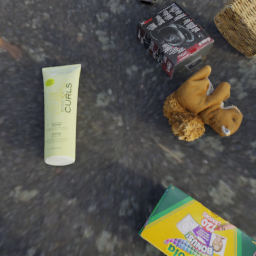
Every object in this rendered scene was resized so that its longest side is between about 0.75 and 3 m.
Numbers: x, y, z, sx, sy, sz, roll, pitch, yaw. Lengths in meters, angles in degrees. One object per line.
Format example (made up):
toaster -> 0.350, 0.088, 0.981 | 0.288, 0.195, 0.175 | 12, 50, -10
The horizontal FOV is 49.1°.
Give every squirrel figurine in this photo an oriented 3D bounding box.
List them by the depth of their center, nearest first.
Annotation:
squirrel figurine -> 1.968, -0.396, 7.436 | 1.917, 1.357, 1.790 | -37, 84, 3

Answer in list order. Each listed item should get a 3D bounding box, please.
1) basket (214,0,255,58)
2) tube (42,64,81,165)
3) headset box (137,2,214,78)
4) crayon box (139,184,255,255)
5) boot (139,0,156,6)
basket -> 3.584, -3.123, 8.159 | 1.742, 1.243, 1.298 | 44, 82, -7
tube -> -1.855, -0.486, 7.628 | 0.855, 0.765, 2.947 | 15, 59, -36
headset box -> 1.414, -2.561, 8.311 | 1.460, 0.757, 1.961 | -34, 75, -11
crayon box -> 1.582, 2.576, 6.507 | 2.340, 0.682, 1.390 | 33, 74, 11
boot -> 0.924, -4.391, 9.221 | 1.017, 0.352, 0.885 | 11, 73, 12
